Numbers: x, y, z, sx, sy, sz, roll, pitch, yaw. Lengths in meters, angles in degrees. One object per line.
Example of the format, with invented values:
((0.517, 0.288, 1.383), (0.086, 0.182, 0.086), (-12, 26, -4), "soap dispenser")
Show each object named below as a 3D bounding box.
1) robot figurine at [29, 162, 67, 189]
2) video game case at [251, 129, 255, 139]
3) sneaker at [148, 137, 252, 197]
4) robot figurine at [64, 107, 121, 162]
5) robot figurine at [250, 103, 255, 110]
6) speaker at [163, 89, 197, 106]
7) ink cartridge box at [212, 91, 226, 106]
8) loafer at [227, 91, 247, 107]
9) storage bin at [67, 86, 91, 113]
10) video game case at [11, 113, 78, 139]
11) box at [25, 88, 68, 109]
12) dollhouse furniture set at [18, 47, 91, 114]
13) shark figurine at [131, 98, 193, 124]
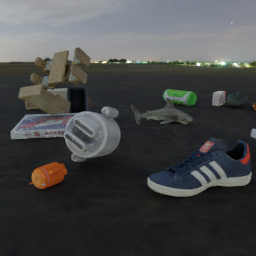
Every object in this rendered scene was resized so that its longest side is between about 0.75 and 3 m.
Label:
((-1.657, 0.989, 5.827), (0.560, 0.454, 0.778), (14, 19, 36), "robot figurine")
((4.465, 0.509, 6.705), (2.231, 0.287, 2.454), (12, 7, 4), "video game case")
((1.496, 0.716, 5.775), (2.352, 0.994, 0.882), (-6, 15, -21), "sneaker")
((-0.815, 0.172, 6.831), (1.064, 1.599, 1.885), (40, 9, 12), "robot figurine")
((6.781, -1.093, 14.468), (0.782, 0.314, 1.078), (6, 15, 15), "robot figurine")
((2.968, -1.776, 16.183), (0.853, 0.853, 1.929), (-11, 18, -39), "speaker")
((5.146, -1.678, 15.941), (0.430, 0.743, 1.275), (10, 17, 34), "ink cartridge box")
((5.992, -1.465, 15.590), (0.825, 0.722, 2.296), (46, 37, 19), "loafer")
((-2.222, -1.148, 12.696), (1.043, 1.434, 0.963), (-3, 5, -11), "storage bin")
((-2.747, -0.162, 10.669), (2.680, 0.338, 2.941), (-3, 14, -10), "video game case")
((-4.349, -1.620, 15.279), (2.406, 0.935, 1.142), (-5, 15, -18), "box")
((-3.033, -2.041, 11.124), (2.213, 2.525, 1.678), (-4, -21, 29), "dollhouse furniture set")
((1.404, -0.736, 11.704), (2.461, 1.027, 1.471), (3, 13, 6), "shark figurine")
